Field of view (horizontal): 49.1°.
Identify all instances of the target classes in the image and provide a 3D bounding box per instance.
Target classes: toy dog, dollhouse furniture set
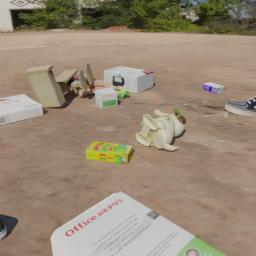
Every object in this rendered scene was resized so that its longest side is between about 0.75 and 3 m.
[{"bbox_3d":[1.323,-0.001,9.611,1.553,1.117,1.601,31,36,29],"label":"toy dog"},{"bbox_3d":[-3.350,-2.437,13.383,2.376,1.801,2.711,-3,33,20],"label":"dollhouse furniture set"},{"bbox_3d":[1.254,-0.339,10.932,1.543,0.596,0.771,-5,24,-11],"label":"dollhouse furniture set"}]

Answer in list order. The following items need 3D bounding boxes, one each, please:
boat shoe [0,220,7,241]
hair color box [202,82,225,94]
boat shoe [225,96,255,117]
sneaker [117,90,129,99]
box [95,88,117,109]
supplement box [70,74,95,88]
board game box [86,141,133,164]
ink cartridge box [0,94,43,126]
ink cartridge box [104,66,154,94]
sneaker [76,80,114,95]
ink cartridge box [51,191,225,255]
[{"bbox_3d":[-3.321,1.918,5.834,1.676,0.594,0.604,3,24,8],"label":"boat shoe"},{"bbox_3d":[4.725,-2.217,15.479,0.595,0.353,1.089,-12,25,-26],"label":"hair color box"},{"bbox_3d":[5.499,-1.116,11.992,2.478,1.149,0.925,12,27,25],"label":"boat shoe"},{"bbox_3d":[-0.370,-1.647,14.145,0.928,0.388,0.344,-19,-6,3],"label":"sneaker"},{"bbox_3d":[-1.020,-1.418,13.203,0.838,0.721,0.842,-11,26,-23],"label":"box"},{"bbox_3d":[-2.700,-2.633,16.032,1.512,0.647,0.834,15,28,30],"label":"supplement box"},{"bbox_3d":[-0.577,0.762,8.781,1.335,0.318,0.678,6,25,13],"label":"board game box"},{"bbox_3d":[-5.146,-0.796,12.048,2.289,0.512,2.017,-18,30,-36],"label":"ink cartridge box"},{"bbox_3d":[0.037,-2.786,15.964,2.358,0.977,1.719,16,29,33],"label":"ink cartridge box"},{"bbox_3d":[-1.748,-2.183,14.884,2.083,0.815,0.804,3,19,8],"label":"sneaker"},{"bbox_3d":[0.098,2.243,4.622,2.315,0.973,1.685,21,32,39],"label":"ink cartridge box"}]
